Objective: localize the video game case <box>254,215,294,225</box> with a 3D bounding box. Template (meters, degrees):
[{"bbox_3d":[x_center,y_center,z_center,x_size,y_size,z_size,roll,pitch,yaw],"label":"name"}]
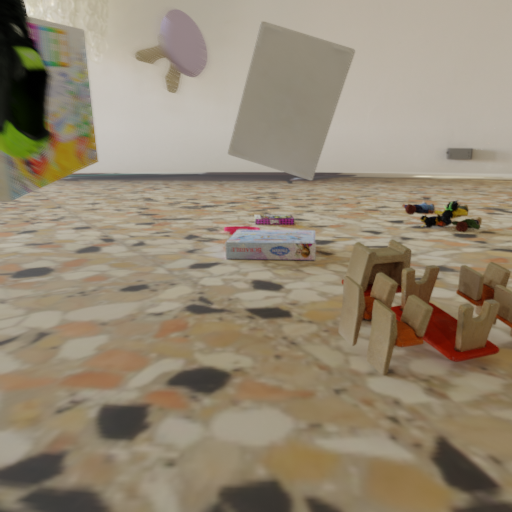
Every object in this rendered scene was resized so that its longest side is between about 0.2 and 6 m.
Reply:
[{"bbox_3d":[0.496,-1.017,15.731,1.082,0.194,0.981,0,11,-1],"label":"video game case"}]

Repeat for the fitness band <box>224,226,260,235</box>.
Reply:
[{"bbox_3d":[-0.348,-0.622,13.824,0.900,0.168,0.646,4,9,15],"label":"fitness band"}]

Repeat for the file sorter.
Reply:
[{"bbox_3d":[0.754,-3.396,12.061,1.896,2.732,1.701,17,26,0],"label":"file sorter"}]

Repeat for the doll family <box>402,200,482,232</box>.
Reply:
[{"bbox_3d":[4.808,-1.061,14.635,2.076,0.815,1.200,3,14,42],"label":"doll family"}]

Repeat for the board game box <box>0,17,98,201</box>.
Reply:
[{"bbox_3d":[-4.000,-2.779,10.141,0.711,2.791,4.152,0,18,3],"label":"board game box"}]

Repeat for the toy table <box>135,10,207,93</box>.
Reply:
[{"bbox_3d":[-1.251,-3.126,8.646,1.041,1.133,0.663,13,-28,-33],"label":"toy table"}]

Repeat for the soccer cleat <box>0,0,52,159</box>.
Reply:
[{"bbox_3d":[-3.147,-2.649,7.245,1.099,2.711,0.915,-3,10,44],"label":"soccer cleat"}]

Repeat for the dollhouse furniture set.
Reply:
[{"bbox_3d":[1.758,0.606,6.150,1.933,0.996,1.912,-5,23,-22],"label":"dollhouse furniture set"}]

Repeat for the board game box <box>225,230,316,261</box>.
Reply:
[{"bbox_3d":[0.343,-0.238,11.257,1.710,0.352,1.706,1,11,6],"label":"board game box"}]
